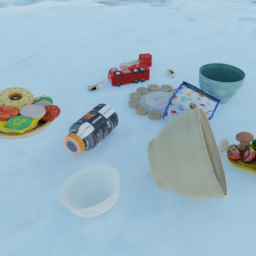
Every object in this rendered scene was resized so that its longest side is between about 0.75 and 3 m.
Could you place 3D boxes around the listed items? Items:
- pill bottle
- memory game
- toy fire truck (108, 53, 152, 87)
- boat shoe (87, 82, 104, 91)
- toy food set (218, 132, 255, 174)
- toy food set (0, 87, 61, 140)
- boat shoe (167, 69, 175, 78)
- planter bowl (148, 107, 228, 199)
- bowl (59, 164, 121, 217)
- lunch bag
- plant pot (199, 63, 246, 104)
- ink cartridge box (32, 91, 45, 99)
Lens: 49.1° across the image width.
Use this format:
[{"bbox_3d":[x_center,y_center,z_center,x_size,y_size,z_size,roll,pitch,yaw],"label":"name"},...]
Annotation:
[{"bbox_3d":[-1.367,0.068,10.277,1.151,1.151,2.167,20,42,24],"label":"pill bottle"},{"bbox_3d":[1.504,-1.219,12.741,3.010,0.192,3.010,1,37,-1],"label":"memory game"},{"bbox_3d":[0.180,-3.127,14.859,2.893,0.705,2.040,-13,39,-16],"label":"toy fire truck"},{"bbox_3d":[-1.550,-1.988,13.716,0.849,0.317,0.291,-21,44,-11],"label":"boat shoe"},{"bbox_3d":[4.153,0.714,9.359,2.493,0.814,1.466,15,40,36],"label":"toy food set"},{"bbox_3d":[-3.065,-0.426,7.891,2.176,0.535,2.199,15,34,14],"label":"toy food set"},{"bbox_3d":[2.331,-2.995,15.050,0.294,0.264,0.814,-6,38,-8],"label":"boat shoe"},{"bbox_3d":[1.686,0.889,8.349,1.793,2.664,2.664,-17,31,23],"label":"planter bowl"},{"bbox_3d":[-0.984,1.901,7.986,1.797,0.808,1.797,-12,30,7],"label":"bowl"},{"bbox_3d":[2.676,-0.953,11.346,1.813,1.321,2.133,30,40,12],"label":"lunch bag"},{"bbox_3d":[4.157,-1.938,12.766,2.008,1.345,2.008,0,37,0],"label":"plant pot"},{"bbox_3d":[-3.622,-0.932,11.860,0.485,0.833,1.152,-20,42,-25],"label":"ink cartridge box"}]
